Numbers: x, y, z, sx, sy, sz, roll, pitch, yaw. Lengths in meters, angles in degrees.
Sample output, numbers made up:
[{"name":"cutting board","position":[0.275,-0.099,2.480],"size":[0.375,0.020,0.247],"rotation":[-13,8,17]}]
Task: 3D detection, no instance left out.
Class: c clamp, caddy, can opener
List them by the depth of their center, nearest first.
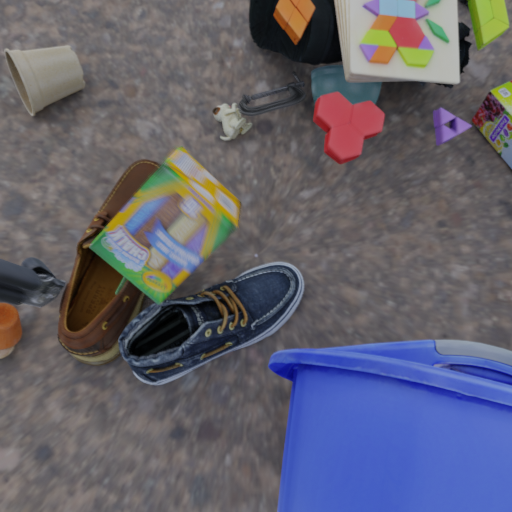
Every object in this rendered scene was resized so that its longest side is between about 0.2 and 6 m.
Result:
[{"name":"caddy","position":[2.246,2.089,5.750],"size":[4.574,3.233,2.401],"rotation":[14,74,5]},{"name":"can opener","position":[-2.843,0.237,6.496],"size":[0.478,1.792,0.599],"rotation":[-42,73,-1]},{"name":"c clamp","position":[0.257,-2.528,8.903],"size":[1.231,0.167,1.051],"rotation":[-20,41,-9]}]

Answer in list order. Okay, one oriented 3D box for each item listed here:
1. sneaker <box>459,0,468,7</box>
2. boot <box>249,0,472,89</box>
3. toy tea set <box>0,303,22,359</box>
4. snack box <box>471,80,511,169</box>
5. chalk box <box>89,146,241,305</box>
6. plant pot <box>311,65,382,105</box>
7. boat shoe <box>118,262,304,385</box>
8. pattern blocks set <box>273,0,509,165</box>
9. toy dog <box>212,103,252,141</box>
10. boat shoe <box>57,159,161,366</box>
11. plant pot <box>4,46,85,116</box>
[{"name":"sneaker","position":[3.854,-5.438,10.217],"size":[1.011,0.743,2.235],"rotation":[-26,68,-7]},{"name":"boot","position":[1.586,-3.722,9.100],"size":[2.798,1.264,3.415],"rotation":[-1,33,-20]},{"name":"toy tea set","position":[-4.350,0.621,7.780],"size":[2.472,0.915,1.470],"rotation":[44,44,20]},{"name":"snack box","position":[5.061,-1.800,8.617],"size":[2.169,0.870,2.572],"rotation":[-27,71,-12]},{"name":"chalk box","position":[-1.182,-0.264,6.818],"size":[1.097,1.102,1.772],"rotation":[43,106,-14]},{"name":"plant pot","position":[1.397,-2.486,8.882],"size":[1.132,1.132,0.758],"rotation":[6,94,3]},{"name":"boat shoe","position":[-0.481,0.795,7.326],"size":[2.668,1.211,0.944],"rotation":[-31,72,-12]},{"name":"pattern blocks set","position":[1.857,-3.190,7.423],"size":[3.210,0.296,3.652],"rotation":[-13,83,-11]},{"name":"toy dog","position":[-0.440,-2.208,9.091],"size":[0.569,0.410,0.587],"rotation":[-46,73,20]},{"name":"boat shoe","position":[-1.870,-0.074,7.783],"size":[1.120,1.051,3.111],"rotation":[14,68,6]},{"name":"plant pot","position":[-3.373,-2.940,9.090],"size":[0.977,1.067,1.067],"rotation":[-26,69,-21]}]
